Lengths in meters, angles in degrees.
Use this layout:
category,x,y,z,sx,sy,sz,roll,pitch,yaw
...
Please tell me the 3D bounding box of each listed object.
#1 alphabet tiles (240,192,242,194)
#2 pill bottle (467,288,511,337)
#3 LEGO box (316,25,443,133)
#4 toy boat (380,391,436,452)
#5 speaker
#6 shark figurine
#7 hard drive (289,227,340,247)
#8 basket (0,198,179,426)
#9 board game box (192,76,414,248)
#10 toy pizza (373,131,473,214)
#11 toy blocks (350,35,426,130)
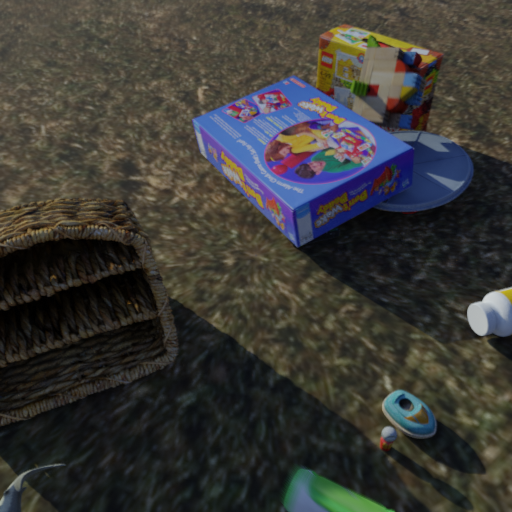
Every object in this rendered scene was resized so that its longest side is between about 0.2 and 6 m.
category,x,y,z,sx,sy,sz,roll,pitch,yaw
alphabet tiles,1.191,-2.162,12.280,2.879,0.110,3.459,-2,45,11
pill bottle,4.064,0.873,8.891,1.274,0.714,0.714,-12,44,-13
LEGO box,2.803,-4.035,13.286,2.699,2.010,1.042,32,51,31
toy boat,1.997,2.251,7.591,0.786,0.434,0.935,33,52,30
speaker,1.031,3.048,6.613,1.346,0.595,0.595,20,46,20
shark figurine,-2.708,3.081,6.469,0.668,1.601,0.956,16,-6,-40
hard drive,1.042,-0.538,10.817,0.961,0.182,0.671,-15,45,-13
basket,-2.880,0.619,8.088,3.037,2.167,2.262,-16,44,-16
board game box,0.816,-2.181,11.623,2.744,0.914,4.081,-28,46,-16
toy pizza,3.117,-1.746,11.818,2.725,0.432,2.725,-7,44,7
toy blocks,2.854,-3.496,11.696,1.391,2.035,1.017,17,8,37
